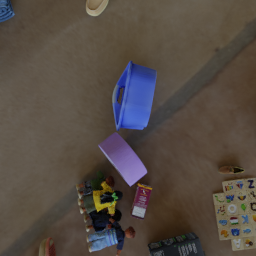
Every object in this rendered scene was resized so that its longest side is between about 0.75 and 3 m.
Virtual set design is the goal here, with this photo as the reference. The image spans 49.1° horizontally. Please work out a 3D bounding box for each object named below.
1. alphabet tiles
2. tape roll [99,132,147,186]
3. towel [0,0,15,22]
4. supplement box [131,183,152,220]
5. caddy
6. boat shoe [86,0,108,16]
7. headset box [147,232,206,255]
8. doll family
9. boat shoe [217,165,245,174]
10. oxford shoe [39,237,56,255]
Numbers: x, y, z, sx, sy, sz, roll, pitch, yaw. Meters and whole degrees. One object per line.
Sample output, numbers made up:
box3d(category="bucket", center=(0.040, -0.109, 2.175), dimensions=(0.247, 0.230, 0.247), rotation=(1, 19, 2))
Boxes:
box3d(category="alphabet tiles", center=(3.588, 2.647, 8.656), dimensions=(1.743, 0.066, 2.094), rotation=(-7, 83, -1))
box3d(category="tape roll", center=(-0.158, 0.897, 8.115), dimensions=(0.638, 1.501, 1.501), rotation=(-37, 85, -9))
box3d(category="towel", center=(-4.943, -4.809, 9.217), dimensions=(1.654, 0.719, 2.962), rotation=(-19, 85, -2))
box3d(category="supplement box", center=(0.394, 2.207, 8.467), dimensions=(0.416, 0.537, 0.972), rotation=(15, 83, 2))
box3d(category="caddy", center=(0.103, -0.916, 8.366), dimensions=(1.120, 1.509, 2.134), rotation=(10, 83, -3))
box3d(category="boat shoe", center=(-0.897, -4.683, 9.233), dimensions=(0.703, 0.636, 1.972), rotation=(20, 84, 2))
box3d(category="headset box", center=(1.522, 3.954, 8.154), dimensions=(1.606, 0.745, 1.398), rotation=(-15, 83, -2))
box3d(category="doll family", center=(-0.646, 2.495, 8.297), dimensions=(1.403, 0.952, 2.427), rotation=(-13, 88, -6))
box3d(category="boat shoe", center=(3.209, 1.291, 8.712), dimensions=(0.795, 0.270, 0.286), rotation=(-4, 83, 0))
box3d(category="oxford shoe", center=(-2.623, 4.371, 8.072), dimensions=(0.887, 0.836, 2.372), rotation=(5, 83, 3))
